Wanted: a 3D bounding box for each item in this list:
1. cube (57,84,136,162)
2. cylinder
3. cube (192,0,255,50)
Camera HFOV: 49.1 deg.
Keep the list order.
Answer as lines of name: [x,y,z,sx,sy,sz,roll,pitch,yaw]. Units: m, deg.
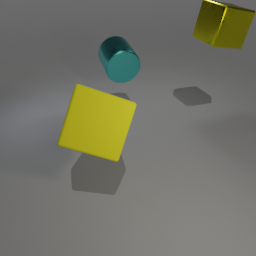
cube: [-0.781,-0.177,6.728,1.400,1.400,1.400,17,5,-12]
cylinder: [-0.370,-2.742,11.209,1.400,1.400,1.400,-9,42,-14]
cube: [3.524,-3.871,10.472,1.400,1.400,1.400,-3,33,-25]
